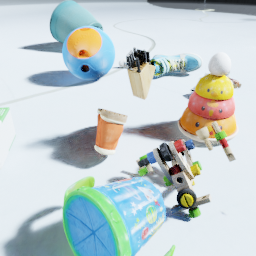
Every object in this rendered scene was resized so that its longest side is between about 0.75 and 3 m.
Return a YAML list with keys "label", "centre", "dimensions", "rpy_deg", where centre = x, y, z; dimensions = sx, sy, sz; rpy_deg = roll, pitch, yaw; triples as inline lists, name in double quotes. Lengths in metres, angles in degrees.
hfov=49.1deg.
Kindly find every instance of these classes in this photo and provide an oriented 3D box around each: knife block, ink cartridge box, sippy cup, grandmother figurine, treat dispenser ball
- label: "knife block"
  centre: [0.248, -1.470, 7.624]
  dimensions: [0.434, 1.357, 1.191]
  rpy_deg: [24, 17, 27]
- label: "ink cartridge box"
  centre: [-4.866, 0.315, 8.045]
  dimensions: [2.645, 1.112, 1.930]
  rpy_deg: [-3, 30, -6]
- label: "sippy cup"
  centre: [-0.151, 1.710, 5.347]
  dimensions: [1.563, 1.674, 2.132]
  rpy_deg: [-15, 71, -43]
- label: "grandmother figurine"
  centre: [4.940, -2.202, 13.255]
  dimensions: [0.646, 0.323, 1.066]
  rpy_deg: [1, 31, -17]
- label: "treat dispenser ball"
  centre: [-1.870, -3.556, 13.460]
  dimensions: [2.525, 2.525, 2.525]
  rpy_deg: [0, 30, 0]

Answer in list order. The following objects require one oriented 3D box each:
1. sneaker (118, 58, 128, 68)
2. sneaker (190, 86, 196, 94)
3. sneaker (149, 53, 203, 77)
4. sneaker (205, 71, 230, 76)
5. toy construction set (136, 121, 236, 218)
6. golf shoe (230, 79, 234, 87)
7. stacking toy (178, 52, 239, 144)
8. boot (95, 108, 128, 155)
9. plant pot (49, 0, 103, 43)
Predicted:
- label: "sneaker"
  centre: [0.224, -3.523, 15.304]
  dimensions: [1.449, 0.528, 0.614]
  rpy_deg: [-4, 28, -10]
- label: "sneaker"
  centre: [3.239, -1.785, 12.212]
  dimensions: [1.084, 0.597, 1.481]
  rpy_deg: [4, 35, -1]
- label: "sneaker"
  centre: [2.242, -3.102, 14.082]
  dimensions: [2.737, 1.088, 1.787]
  rpy_deg: [4, 27, 26]
- label: "sneaker"
  centre: [4.483, -2.765, 14.032]
  dimensions: [1.442, 0.507, 0.578]
  rpy_deg: [-14, 30, -22]
- label: "toy construction set"
  centre: [1.568, 1.042, 6.637]
  dimensions: [2.266, 1.741, 1.890]
  rpy_deg: [-23, -11, -7]
- label: "golf shoe"
  centre: [4.425, -2.042, 12.890]
  dimensions: [0.539, 0.425, 1.170]
  rpy_deg: [-11, 23, -11]
- label: "stacking toy"
  centre: [2.642, -1.037, 8.827]
  dimensions: [1.965, 2.689, 1.965]
  rpy_deg: [-1, 30, 0]
- label: "boot"
  centre: [-0.629, 0.103, 8.532]
  dimensions: [0.925, 1.321, 2.464]
  rpy_deg: [14, 4, -5]
- label: "plant pot"
  centre: [-3.213, -6.587, 18.674]
  dimensions: [2.701, 2.875, 2.875]
  rpy_deg: [34, 42, 22]
